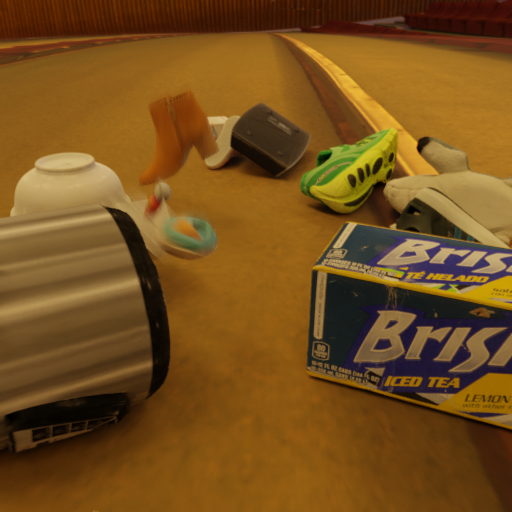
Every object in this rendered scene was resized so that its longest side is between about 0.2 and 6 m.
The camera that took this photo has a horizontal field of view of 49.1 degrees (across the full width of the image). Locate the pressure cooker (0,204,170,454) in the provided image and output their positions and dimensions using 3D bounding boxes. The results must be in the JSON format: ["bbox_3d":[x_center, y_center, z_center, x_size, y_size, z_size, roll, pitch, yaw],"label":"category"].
[{"bbox_3d":[-2.409,0.721,5.610,2.569,2.259,2.295,-12,26,-30],"label":"pressure cooker"}]

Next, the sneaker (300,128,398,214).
[{"bbox_3d":[2.103,-2.047,12.142,1.457,1.291,3.486,20,33,26],"label":"sneaker"}]

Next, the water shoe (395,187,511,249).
[{"bbox_3d":[3.288,0.018,8.693,2.550,1.006,0.912,49,17,32],"label":"water shoe"}]

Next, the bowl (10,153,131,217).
[{"bbox_3d":[-3.728,-1.398,11.144,2.340,1.052,2.340,0,26,0],"label":"bowl"}]

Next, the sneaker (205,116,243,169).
[{"bbox_3d":[-0.674,-2.652,14.199,0.645,0.897,1.715,8,57,25],"label":"sneaker"}]

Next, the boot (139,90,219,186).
[{"bbox_3d":[-1.601,-2.068,9.814,1.729,1.238,0.608,-23,20,19],"label":"boot"}]

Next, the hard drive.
[{"bbox_3d":[0.352,-2.874,13.822,1.756,0.551,2.603,33,33,-2],"label":"hard drive"}]

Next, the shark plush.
[{"bbox_3d":[4.264,-0.840,9.756,4.265,1.938,1.776,8,-3,27],"label":"shark plush"}]

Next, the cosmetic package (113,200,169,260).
[{"bbox_3d":[-1.721,-0.330,8.146,0.736,0.731,0.879,-13,-9,-33],"label":"cosmetic package"}]

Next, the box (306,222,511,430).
[{"bbox_3d":[2.826,0.871,6.065,4.398,1.541,1.414,11,28,20],"label":"box"}]

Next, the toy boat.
[{"bbox_3d":[-0.821,-0.350,5.862,0.896,0.417,0.754,45,27,16],"label":"toy boat"}]

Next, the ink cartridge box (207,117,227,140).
[{"bbox_3d":[-1.361,-3.685,16.238,1.201,0.514,0.886,-7,28,-18],"label":"ink cartridge box"}]
